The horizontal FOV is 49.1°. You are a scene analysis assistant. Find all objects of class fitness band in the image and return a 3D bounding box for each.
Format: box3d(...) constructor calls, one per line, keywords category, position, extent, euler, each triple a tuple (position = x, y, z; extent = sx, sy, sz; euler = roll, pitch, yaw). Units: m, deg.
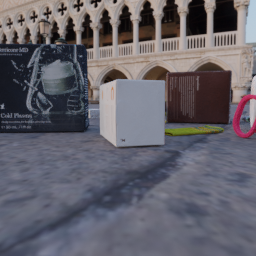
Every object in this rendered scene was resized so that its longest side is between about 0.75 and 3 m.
box3d(category="fitness band", position=(2.817, -0.271, 6.543), extent=(0.192, 1.027, 0.738), euler=(4, 23, -22))

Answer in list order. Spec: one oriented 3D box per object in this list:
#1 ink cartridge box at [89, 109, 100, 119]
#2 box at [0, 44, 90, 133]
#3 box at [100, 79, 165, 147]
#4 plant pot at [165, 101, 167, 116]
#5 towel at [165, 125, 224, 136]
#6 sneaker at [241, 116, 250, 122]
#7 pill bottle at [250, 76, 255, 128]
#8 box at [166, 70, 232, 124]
box3d(category="ink cartridge box", position=(-1.598, -0.715, 13.737), extent=(0.747, 0.425, 1.025), euler=(-2, 6, -20))
box3d(category="box", position=(-2.379, -1.119, 8.111), extent=(2.409, 2.368, 1.493), euler=(-1, 6, -4))
box3d(category="box", position=(0.001, -0.362, 6.166), extent=(0.986, 1.259, 2.023), euler=(-1, 6, -14))
box3d(category="plant pot", position=(1.974, -1.005, 15.106), extent=(0.892, 0.892, 0.859), euler=(-4, -5, -35))
box3d(category="towel", position=(1.699, 0.059, 7.544), extent=(1.734, 0.157, 0.746), euler=(-3, 6, -27))
box3d(category="sneaker", position=(4.969, -0.407, 11.387), extent=(0.760, 0.295, 0.532), euler=(-2, 7, -22))
box3d(category="pill bottle", position=(4.921, -0.676, 7.634), extent=(2.838, 1.576, 1.576), euler=(2, 6, 19))
box3d(category="box", position=(2.863, -1.227, 11.185), extent=(2.367, 1.944, 1.964), euler=(2, 6, 20))
